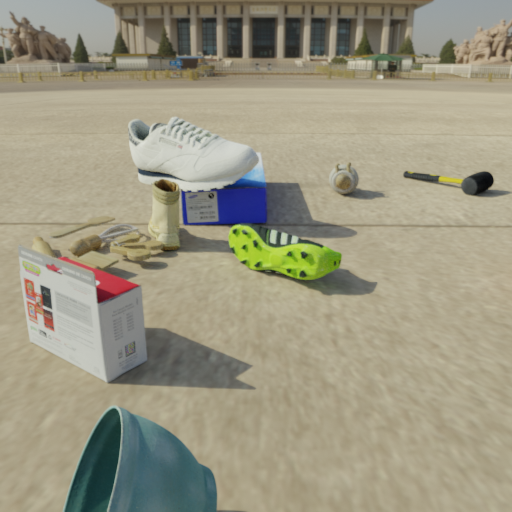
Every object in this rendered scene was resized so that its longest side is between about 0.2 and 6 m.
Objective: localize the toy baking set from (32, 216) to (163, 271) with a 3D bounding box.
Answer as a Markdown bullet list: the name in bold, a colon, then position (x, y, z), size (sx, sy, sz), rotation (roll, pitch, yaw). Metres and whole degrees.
- **toy baking set**: position (-3.135, -0.165, 10.811), size (2.290, 0.347, 2.984), rotation (-10, 23, -31)

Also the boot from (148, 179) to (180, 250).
- **boot**: position (-1.883, -0.958, 11.420), size (0.601, 1.283, 1.651), rotation (-3, 22, -14)

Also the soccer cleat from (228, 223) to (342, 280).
- **soccer cleat**: position (0.445, -0.072, 9.937), size (0.946, 0.788, 2.335), rotation (-7, 19, -43)

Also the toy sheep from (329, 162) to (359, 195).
- **toy sheep**: position (2.343, -2.055, 14.941), size (0.862, 0.862, 1.250), rotation (6, 14, 15)

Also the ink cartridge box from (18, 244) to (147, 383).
- **ink cartridge box**: position (-2.239, 0.598, 7.182), size (1.657, 1.455, 0.695), rotation (16, 26, 34)

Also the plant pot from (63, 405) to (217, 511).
- **plant pot**: position (-0.858, 1.922, 4.247), size (0.907, 1.353, 1.353), rotation (22, 14, -21)

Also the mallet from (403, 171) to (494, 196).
- **mallet**: position (5.200, -2.118, 15.711), size (2.650, 0.545, 0.873), rotation (13, 28, 43)

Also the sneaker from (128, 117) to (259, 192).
- **sneaker**: position (-1.506, -2.292, 12.227), size (3.447, 1.387, 1.317), rotation (7, 32, 33)

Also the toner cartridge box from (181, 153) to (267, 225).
- **toner cartridge box**: position (-0.756, -1.815, 14.210), size (1.928, 0.876, 4.060), rotation (-1, 21, -2)
